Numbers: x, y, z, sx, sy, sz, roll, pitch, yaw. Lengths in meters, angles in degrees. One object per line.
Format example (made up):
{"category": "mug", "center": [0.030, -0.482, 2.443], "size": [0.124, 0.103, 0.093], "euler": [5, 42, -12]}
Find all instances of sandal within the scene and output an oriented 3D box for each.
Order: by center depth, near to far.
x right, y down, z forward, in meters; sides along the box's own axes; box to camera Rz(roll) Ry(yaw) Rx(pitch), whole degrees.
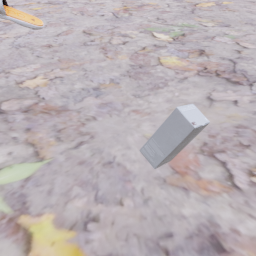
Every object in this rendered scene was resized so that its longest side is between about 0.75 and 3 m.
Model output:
{"category": "sandal", "center": [-3.778, -3.791, 8.528], "size": [2.559, 0.733, 0.981], "euler": [8, 38, -32]}

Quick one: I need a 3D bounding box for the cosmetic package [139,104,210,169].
{"category": "cosmetic package", "center": [0.619, 0.117, 3.794], "size": [0.404, 0.896, 0.479], "euler": [49, 33, 21]}
